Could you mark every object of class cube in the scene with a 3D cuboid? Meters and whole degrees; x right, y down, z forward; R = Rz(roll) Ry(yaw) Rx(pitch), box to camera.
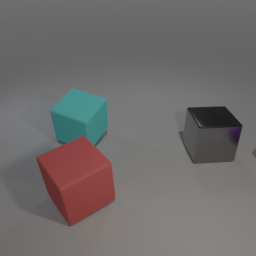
[{"bbox_3d":[-1.649,-0.298,9.823,1.400,1.400,1.400,18,46,17],"label":"cube"},{"bbox_3d":[2.772,0.197,9.450,1.400,1.400,1.400,-2,30,-5],"label":"cube"},{"bbox_3d":[-1.317,1.321,7.282,1.400,1.400,1.400,-26,43,-27],"label":"cube"}]
